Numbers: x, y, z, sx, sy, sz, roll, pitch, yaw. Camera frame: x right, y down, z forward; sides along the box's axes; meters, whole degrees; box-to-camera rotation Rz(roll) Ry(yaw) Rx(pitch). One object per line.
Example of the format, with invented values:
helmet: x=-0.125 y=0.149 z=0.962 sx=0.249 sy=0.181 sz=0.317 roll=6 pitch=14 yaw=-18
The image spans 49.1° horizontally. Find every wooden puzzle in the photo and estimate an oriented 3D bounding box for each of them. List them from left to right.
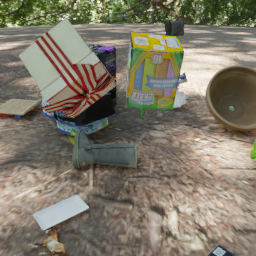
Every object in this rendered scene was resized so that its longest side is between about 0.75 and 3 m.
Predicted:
wooden puzzle: x=-5.231 y=-0.915 z=13.246 sx=1.812 sy=0.420 sz=1.679 roll=1 pitch=26 yaw=12

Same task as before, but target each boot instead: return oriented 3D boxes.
boot: x=-0.762 y=0.685 z=9.576 sx=2.100 sy=0.762 sz=1.909 roll=-8 pitch=41 yaw=0
boot: x=2.118 y=-4.171 z=12.689 sx=0.903 sy=1.372 sz=0.479 roll=-10 pitch=36 yaw=-21

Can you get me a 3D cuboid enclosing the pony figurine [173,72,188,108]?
pony figurine: x=1.761 y=-2.102 z=14.106 sx=2.778 sy=2.396 sz=2.877 roll=-20 pitch=10 yaw=46

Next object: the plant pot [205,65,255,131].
plant pot: x=4.587 y=-1.079 z=11.832 sx=2.865 sy=1.322 sz=2.865 roll=0 pitch=69 yaw=-1

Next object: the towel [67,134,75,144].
towel: x=-2.058 y=0.406 z=10.892 sx=0.377 sy=0.079 sz=0.876 roll=-13 pitch=29 yaw=-25

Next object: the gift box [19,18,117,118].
gift box: x=-1.487 y=-1.338 z=6.951 sx=1.767 sy=1.746 sz=1.892 roll=54 pitch=8 yaw=16

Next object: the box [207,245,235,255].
box: x=1.731 y=2.855 z=5.453 sx=0.918 sy=0.526 sz=0.606 roll=-20 pitch=31 yaw=-37

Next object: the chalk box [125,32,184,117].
chalk box: x=0.558 y=-1.176 z=6.810 sx=1.172 sy=1.893 sz=1.178 roll=3 pitch=36 yaw=-3

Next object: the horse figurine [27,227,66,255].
horse figurine: x=-1.686 y=2.623 z=6.132 sx=0.726 sy=0.273 sz=1.095 roll=-1 pitch=12 yaw=-42

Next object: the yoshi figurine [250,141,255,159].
yoshi figurine: x=4.748 y=0.929 z=9.051 sx=1.351 sy=1.356 sz=2.413 roll=-32 pitch=30 yaw=29

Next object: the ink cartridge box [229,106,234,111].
ink cartridge box: x=4.970 y=-1.100 z=13.502 sx=1.564 sy=0.515 sz=2.150 roll=0 pitch=28 yaw=1

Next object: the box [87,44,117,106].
box: x=-1.581 y=-2.249 z=13.052 sx=1.541 sy=2.906 sz=1.777 roll=12 pitch=29 yaw=22

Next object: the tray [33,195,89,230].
tray: x=-1.713 y=2.187 z=7.233 sx=1.278 sy=0.142 sz=0.686 roll=-19 pitch=33 yaw=-33

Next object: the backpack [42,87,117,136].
backpack: x=-2.102 y=-0.868 z=11.337 sx=2.620 sy=1.926 sz=2.398 roll=20 pitch=29 yaw=31
